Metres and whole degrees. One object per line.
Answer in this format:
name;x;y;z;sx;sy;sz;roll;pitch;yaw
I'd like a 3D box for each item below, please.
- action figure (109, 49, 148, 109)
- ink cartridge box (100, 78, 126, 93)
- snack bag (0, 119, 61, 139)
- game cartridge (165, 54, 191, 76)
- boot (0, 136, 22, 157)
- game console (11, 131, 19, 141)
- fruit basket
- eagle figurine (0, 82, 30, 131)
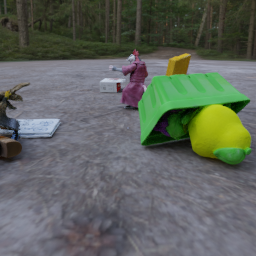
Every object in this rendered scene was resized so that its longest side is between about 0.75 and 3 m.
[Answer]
action figure;0.374;-2.117;12.303;1.735;2.590;1.929;-11;18;-38
ink cartridge box;-0.892;-2.622;17.237;1.398;0.668;1.592;2;17;8
snack bag;-3.400;-0.002;9.559;1.925;0.206;1.815;-1;17;-4
game cartridge;2.043;-2.043;12.225;0.405;2.199;2.494;20;25;21
boot;-3.812;0.432;6.946;1.452;0.717;1.870;6;9;36
game console;-3.492;0.355;7.949;0.507;0.731;0.856;21;6;-28
fruit basket;1.996;-0.074;7.703;3.117;2.248;3.117;10;56;-15
eagle figurine;-3.976;-0.362;7.921;1.828;1.838;2.422;28;31;-23
